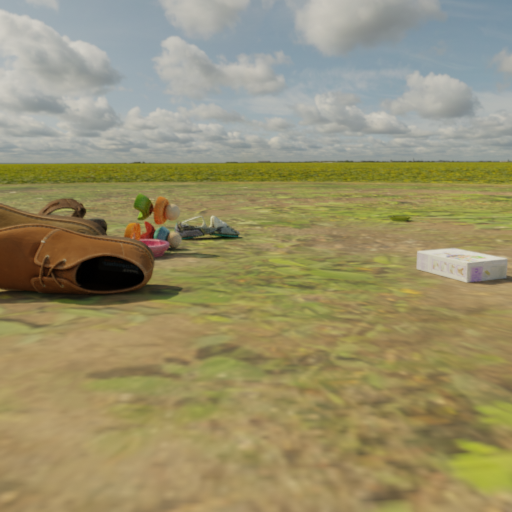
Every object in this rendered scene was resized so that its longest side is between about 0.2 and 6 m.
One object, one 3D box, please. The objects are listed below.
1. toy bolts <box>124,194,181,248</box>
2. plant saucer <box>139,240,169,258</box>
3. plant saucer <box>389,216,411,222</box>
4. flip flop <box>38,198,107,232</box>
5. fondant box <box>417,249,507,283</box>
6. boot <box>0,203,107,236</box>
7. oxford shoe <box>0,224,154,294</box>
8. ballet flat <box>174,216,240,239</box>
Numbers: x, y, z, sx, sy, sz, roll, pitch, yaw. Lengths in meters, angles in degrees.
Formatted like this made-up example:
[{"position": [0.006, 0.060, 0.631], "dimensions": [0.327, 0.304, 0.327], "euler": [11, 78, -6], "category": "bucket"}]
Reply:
[{"position": [-2.019, -0.466, 11.377], "dimensions": [0.874, 1.203, 1.260], "euler": [11, -29, 8], "category": "toy bolts"}, {"position": [-2.221, -0.131, 10.973], "dimensions": [1.029, 0.261, 1.029], "euler": [1, 10, 0], "category": "plant saucer"}, {"position": [4.476, -1.154, 17.417], "dimensions": [0.555, 0.133, 0.556], "euler": [6, 12, 31], "category": "plant saucer"}, {"position": [-4.729, -0.951, 13.708], "dimensions": [1.348, 0.957, 3.325], "euler": [-7, 12, -34], "category": "flip flop"}, {"position": [3.331, 0.138, 9.146], "dimensions": [0.843, 0.340, 1.168], "euler": [-4, 10, -24], "category": "fondant box"}, {"position": [-4.074, -0.138, 8.719], "dimensions": [3.282, 1.208, 1.239], "euler": [2, 19, -3], "category": "boot"}, {"position": [-2.768, 0.102, 7.691], "dimensions": [2.701, 0.963, 0.963], "euler": [0, 14, -10], "category": "oxford shoe"}, {"position": [-1.163, -0.685, 13.393], "dimensions": [1.592, 0.573, 0.573], "euler": [-3, 10, -15], "category": "ballet flat"}]
